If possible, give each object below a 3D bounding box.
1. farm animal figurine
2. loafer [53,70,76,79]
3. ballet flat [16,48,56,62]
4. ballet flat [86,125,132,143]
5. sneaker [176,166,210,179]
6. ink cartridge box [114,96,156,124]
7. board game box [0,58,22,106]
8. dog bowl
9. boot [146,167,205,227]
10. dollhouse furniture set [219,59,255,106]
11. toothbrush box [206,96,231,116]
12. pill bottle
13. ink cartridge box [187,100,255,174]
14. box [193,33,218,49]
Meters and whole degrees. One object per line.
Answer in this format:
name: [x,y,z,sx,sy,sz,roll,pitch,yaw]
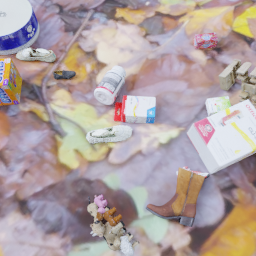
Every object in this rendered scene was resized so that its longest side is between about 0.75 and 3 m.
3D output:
farm animal figurine: [-0.692,3.119,8.826,0.982,1.884,1.863,-36,97,-18]
loafer: [-2.766,-2.345,12.137,1.001,0.362,0.364,-8,60,1]
ballet flat: [-4.172,-3.368,12.602,1.852,0.577,0.624,5,62,3]
ballet flat: [-0.695,0.224,10.700,1.824,0.655,0.655,-11,63,-6]
sneaker: [2.318,1.631,10.065,1.151,0.384,0.617,-16,66,-5]
ink cartridge box: [0.259,-0.744,11.222,1.645,0.553,0.956,3,62,2]
board game box: [-5.230,-1.836,11.350,1.345,1.346,1.344,-4,62,-2]
dog bowl: [-5.728,-4.868,13.077,2.894,1.140,2.894,0,63,0]
boot: [1.598,2.197,9.415,1.701,0.618,1.806,15,76,7]
dollhouse furniture set: [4.829,-2.008,11.367,1.184,1.563,1.783,-44,43,-19]
toothbrush box: [3.662,-0.883,11.334,0.877,0.378,0.639,-7,68,3]
pill bottle: [-0.677,-1.809,11.579,0.882,0.882,1.593,21,60,11]
ink cartridge box: [3.774,0.287,10.343,2.508,1.046,1.820,-23,69,-13]
box: [3.594,-4.036,12.998,1.000,0.499,0.478,-7,62,-4]
